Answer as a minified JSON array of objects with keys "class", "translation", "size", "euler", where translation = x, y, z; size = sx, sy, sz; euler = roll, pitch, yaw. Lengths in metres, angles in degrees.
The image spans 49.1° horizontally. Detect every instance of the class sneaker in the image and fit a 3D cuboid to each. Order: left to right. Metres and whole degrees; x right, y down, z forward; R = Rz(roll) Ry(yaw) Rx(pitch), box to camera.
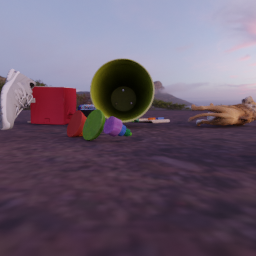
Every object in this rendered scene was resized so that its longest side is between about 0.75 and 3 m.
[{"class":"sneaker","translation":[-2.594,-0.707,6.644],"size":[0.783,1.909,0.713],"euler":[16,-47,-23]}]

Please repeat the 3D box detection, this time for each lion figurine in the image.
[{"class":"lion figurine","translation":[3.584,-0.465,10.145],"size":[1.813,1.073,2.961],"euler":[8,19,39]}]

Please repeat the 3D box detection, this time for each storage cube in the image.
[{"class":"storage cube","translation":[-3.159,-0.982,11.941],"size":[1.707,1.535,1.459],"euler":[3,7,10]}]

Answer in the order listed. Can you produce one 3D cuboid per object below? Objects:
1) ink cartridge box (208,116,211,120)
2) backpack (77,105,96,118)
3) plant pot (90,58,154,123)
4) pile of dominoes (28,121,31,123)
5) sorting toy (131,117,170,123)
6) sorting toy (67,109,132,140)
[{"class":"ink cartridge box","translation":[3.871,-0.401,11.775],"size":[1.022,0.425,0.749],"euler":[4,6,15]},{"class":"backpack","translation":[-1.878,-0.675,13.058],"size":[1.101,0.811,1.206],"euler":[-2,4,-17]},{"class":"plant pot","translation":[-0.179,-1.195,10.347],"size":[2.137,2.137,2.284],"euler":[0,-3,1]},{"class":"pile of dominoes","translation":[-3.755,-0.397,12.969],"size":[1.257,0.257,1.612],"euler":[3,5,32]},{"class":"sorting toy","translation":[0.926,-0.379,12.793],"size":[1.653,0.243,1.222],"euler":[-3,6,-38]},{"class":"sorting toy","translation":[-0.643,0.031,6.528],"size":[0.726,0.731,2.109],"euler":[26,-14,-36]}]
